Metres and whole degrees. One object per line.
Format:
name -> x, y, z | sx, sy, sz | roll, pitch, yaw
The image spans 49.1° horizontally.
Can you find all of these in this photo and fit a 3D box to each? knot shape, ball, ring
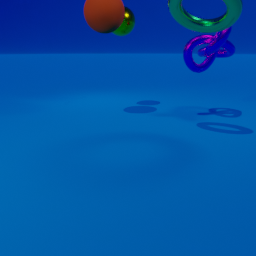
knot shape -> 2.488, -2.433, 8.683 | 1.663, 0.821, 1.777 | -30, -20, 0
ball -> -0.720, -3.525, 8.518 | 1.238, 1.238, 1.238 | 0, 16, 0
ball -> -0.245, -3.764, 9.861 | 1.010, 1.010, 1.010 | 0, 16, 0
ring -> 1.689, -2.701, 6.234 | 1.630, 0.326, 1.630 | 17, -14, 4
